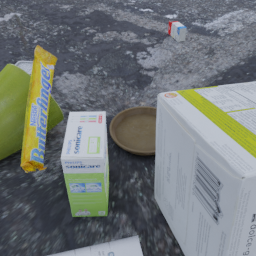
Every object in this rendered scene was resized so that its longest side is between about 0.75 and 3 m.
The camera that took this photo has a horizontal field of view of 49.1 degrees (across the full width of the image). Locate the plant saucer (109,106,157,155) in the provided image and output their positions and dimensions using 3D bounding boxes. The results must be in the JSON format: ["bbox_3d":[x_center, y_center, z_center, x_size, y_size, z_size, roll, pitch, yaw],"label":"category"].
[{"bbox_3d":[0.490,0.072,8.144,2.053,0.302,2.053,0,42,0],"label":"plant saucer"}]

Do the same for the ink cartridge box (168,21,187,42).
[{"bbox_3d":[2.316,-4.617,13.269,0.377,0.651,1.121,-13,43,-15],"label":"ink cartridge box"}]

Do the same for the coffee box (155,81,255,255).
[{"bbox_3d":[2.164,0.892,5.015,2.615,2.641,2.645,-9,29,-14],"label":"coffee box"}]

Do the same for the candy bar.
[{"bbox_3d":[-2.042,-0.414,6.458,0.319,0.719,2.882,-2,79,25],"label":"candy bar"}]

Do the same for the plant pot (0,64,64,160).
[{"bbox_3d":[-3.220,-0.169,7.393,2.068,2.068,2.211,28,66,28],"label":"plant pot"}]

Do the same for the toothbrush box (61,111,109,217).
[{"bbox_3d":[-0.847,0.802,6.064,0.825,1.916,1.395,-2,40,-1],"label":"toothbrush box"}]

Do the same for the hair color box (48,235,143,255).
[{"bbox_3d":[-0.946,2.813,4.598,2.647,0.802,1.310,-9,42,-9],"label":"hair color box"}]

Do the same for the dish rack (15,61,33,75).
[{"bbox_3d":[-3.893,-2.275,10.887,1.133,0.247,0.972,6,42,6],"label":"dish rack"}]
